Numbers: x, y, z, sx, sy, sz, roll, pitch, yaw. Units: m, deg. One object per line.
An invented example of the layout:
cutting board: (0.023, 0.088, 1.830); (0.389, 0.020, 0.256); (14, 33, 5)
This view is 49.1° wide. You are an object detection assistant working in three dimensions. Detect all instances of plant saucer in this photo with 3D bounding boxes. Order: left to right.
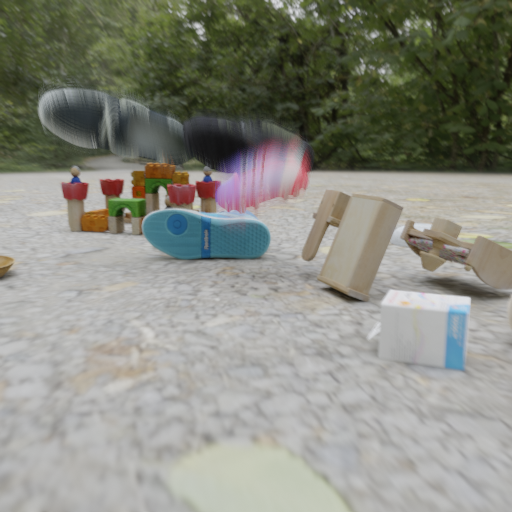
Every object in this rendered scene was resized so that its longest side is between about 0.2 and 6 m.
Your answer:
plant saucer: (-4.605, 0.239, 8.890); (1.460, 0.259, 1.460); (0, 11, 0)

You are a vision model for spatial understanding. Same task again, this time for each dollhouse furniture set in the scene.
dollhouse furniture set: (2.458, 0.234, 8.499); (2.869, 1.401, 2.446); (21, 3, -24)

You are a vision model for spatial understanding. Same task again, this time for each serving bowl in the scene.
serving bowl: (3.567, -0.462, 12.099); (1.283, 0.422, 1.283); (1, 11, 0)

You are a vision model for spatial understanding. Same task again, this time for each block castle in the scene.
block castle: (-2.822, -1.506, 14.205); (3.547, 1.664, 2.370); (3, 11, 18)

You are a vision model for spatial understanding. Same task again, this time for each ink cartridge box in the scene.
ink cartridge box: (1.621, 0.713, 5.599); (0.927, 0.580, 0.596); (5, 12, 22)

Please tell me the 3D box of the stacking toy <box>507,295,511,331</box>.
stacking toy: (3.569, 0.602, 5.373); (1.363, 1.363, 1.866); (-8, 31, -37)

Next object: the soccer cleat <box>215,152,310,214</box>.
soccer cleat: (0.047, -1.140, 8.436); (1.892, 0.723, 0.631); (-17, -13, -42)

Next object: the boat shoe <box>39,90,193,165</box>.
boat shoe: (-2.224, -2.173, 9.385); (2.618, 0.990, 0.790); (7, 6, -28)

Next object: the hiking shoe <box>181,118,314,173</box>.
hiking shoe: (-0.173, -1.916, 9.731); (2.263, 0.857, 1.139); (12, 23, -8)

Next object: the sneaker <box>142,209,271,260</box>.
sneaker: (-0.967, -0.497, 11.007); (2.407, 0.957, 1.572); (9, 12, -5)
